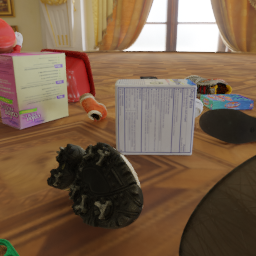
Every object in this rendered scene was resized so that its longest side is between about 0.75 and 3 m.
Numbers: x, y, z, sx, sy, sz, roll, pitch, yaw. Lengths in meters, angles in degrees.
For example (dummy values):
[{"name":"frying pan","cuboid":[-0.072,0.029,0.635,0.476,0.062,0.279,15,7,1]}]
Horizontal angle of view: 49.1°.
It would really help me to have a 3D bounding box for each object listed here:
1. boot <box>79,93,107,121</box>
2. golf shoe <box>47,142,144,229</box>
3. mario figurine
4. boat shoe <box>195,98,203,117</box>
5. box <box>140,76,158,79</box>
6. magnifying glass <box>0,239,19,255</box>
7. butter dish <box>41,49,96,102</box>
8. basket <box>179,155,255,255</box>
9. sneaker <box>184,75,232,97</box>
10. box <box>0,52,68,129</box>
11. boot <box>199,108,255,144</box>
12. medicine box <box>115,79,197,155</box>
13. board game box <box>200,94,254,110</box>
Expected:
[{"name":"boot","cuboid":[-0.985,-0.457,8.749,0.539,0.770,1.437,-32,-25,9]},{"name":"golf shoe","cuboid":[-0.281,0.797,4.068,1.190,0.979,2.519,28,-8,-27]},{"name":"mario figurine","cuboid":[-4.183,-2.269,9.045,1.368,2.581,1.593,5,35,-5]},{"name":"boat shoe","cuboid":[1.187,-0.280,8.259,2.537,0.933,0.847,-10,42,-16]},{"name":"box","cuboid":[1.077,-2.373,14.605,0.881,0.526,0.896,0,19,0]},{"name":"magnifying glass","cuboid":[-1.432,1.648,3.463,1.113,0.125,0.443,6,23,21]},{"name":"butter dish","cuboid":[-2.679,-1.877,11.421,2.248,2.241,1.661,9,45,16]},{"name":"basket","cuboid":[2.017,1.430,1.561,2.481,1.871,2.752,3,20,-21]},{"name":"sneaker","cuboid":[3.403,-1.795,12.294,2.408,0.937,0.989,-3,20,-8]},{"name":"box","cuboid":[-2.985,-1.279,8.882,1.033,2.137,1.880,13,23,34]},{"name":"boot","cuboid":[3.010,-0.035,7.552,2.419,0.890,0.913,6,4,-5]},{"name":"medicine box","cuboid":[0.619,-0.283,6.699,1.824,1.661,0.939,0,19,0]},{"name":"board game box","cuboid":[3.799,-1.021,10.892,1.612,0.363,1.226,-3,19,-7]}]
